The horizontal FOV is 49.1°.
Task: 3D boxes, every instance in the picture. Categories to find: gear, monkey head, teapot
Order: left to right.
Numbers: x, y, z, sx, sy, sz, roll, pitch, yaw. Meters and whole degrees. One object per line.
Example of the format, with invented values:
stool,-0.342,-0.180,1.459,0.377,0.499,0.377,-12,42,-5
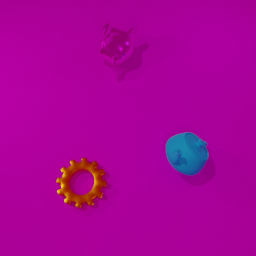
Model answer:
gear,-1.319,1.575,8.071,1.411,0.261,1.411,0,68,0
monkey head,-0.364,-2.765,9.201,1.167,1.393,1.936,27,83,3
teapot,1.653,0.649,7.659,1.977,0.968,1.229,-12,64,-50
